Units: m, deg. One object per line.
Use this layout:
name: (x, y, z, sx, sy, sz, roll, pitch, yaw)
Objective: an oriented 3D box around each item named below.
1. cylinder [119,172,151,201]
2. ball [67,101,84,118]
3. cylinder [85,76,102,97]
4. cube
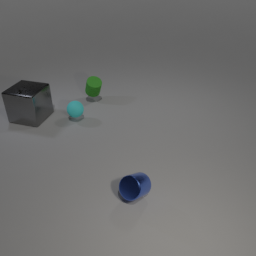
cylinder: (0.208, 1.655, 7.994, 0.700, 0.700, 0.700, 20, 10, 29)
ball: (-2.195, -0.784, 11.658, 0.700, 0.700, 0.700, 0, 33, 0)
cylinder: (-1.595, -1.910, 12.932, 0.700, 0.700, 0.700, 8, 56, -11)
cube: (-4.168, -1.057, 11.803, 1.400, 1.400, 1.400, 9, 34, 14)
